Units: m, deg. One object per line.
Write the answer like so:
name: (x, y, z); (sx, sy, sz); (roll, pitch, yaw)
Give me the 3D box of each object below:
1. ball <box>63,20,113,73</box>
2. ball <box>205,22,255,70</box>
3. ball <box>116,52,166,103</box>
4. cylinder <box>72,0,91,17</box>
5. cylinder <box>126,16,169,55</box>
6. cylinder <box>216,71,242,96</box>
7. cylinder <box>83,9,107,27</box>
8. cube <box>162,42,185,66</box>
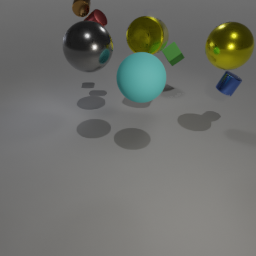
ball: (-1.119, -2.268, 7.856); (1.400, 1.400, 1.400); (0, 30, 0)
ball: (3.047, -2.457, 8.443); (1.400, 1.400, 1.400); (0, 30, 0)
ball: (0.373, -1.415, 7.907); (1.400, 1.400, 1.400); (0, 30, 0)
cylinder: (-1.893, -5.006, 11.417); (0.700, 0.700, 0.700); (-1, 47, -1)
cylinder: (0.778, -3.516, 10.752); (1.400, 1.400, 1.400); (8, 20, 14)
cylinder: (3.780, -1.667, 10.519); (0.700, 0.700, 0.700); (21, 30, -13)
cylinder: (-1.282, -4.136, 10.947); (0.700, 0.700, 0.700); (-26, 11, 38)
cube: (2.127, -3.467, 13.147); (0.700, 0.700, 0.700); (-33, -17, 17)
